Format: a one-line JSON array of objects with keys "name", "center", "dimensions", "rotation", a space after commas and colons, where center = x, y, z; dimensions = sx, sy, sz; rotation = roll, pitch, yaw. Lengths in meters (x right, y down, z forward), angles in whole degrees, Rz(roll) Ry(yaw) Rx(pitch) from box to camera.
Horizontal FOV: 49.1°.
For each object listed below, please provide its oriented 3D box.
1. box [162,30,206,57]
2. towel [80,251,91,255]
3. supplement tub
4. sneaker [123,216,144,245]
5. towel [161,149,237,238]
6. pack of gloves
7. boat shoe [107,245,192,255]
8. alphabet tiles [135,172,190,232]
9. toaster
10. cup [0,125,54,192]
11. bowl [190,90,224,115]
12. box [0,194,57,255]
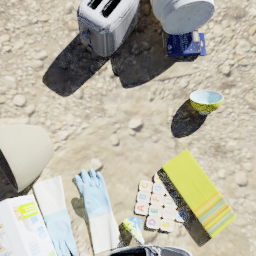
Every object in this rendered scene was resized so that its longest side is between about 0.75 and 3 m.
[{"name": "box", "center": [2.154, -3.211, 10.606], "dimensions": [1.621, 0.263, 0.982], "rotation": [-3, 78, -2]}, {"name": "towel", "center": [-1.269, 4.494, 9.159], "dimensions": [0.873, 0.150, 0.578], "rotation": [26, 79, 5]}, {"name": "supplement tub", "center": [1.738, -5.140, 9.945], "dimensions": [2.168, 2.168, 2.997], "rotation": [-14, 77, -3]}, {"name": "sneaker", "center": [0.305, 3.246, 9.067], "dimensions": [0.567, 0.409, 1.080], "rotation": [-31, 43, -19]}, {"name": "towel", "center": [2.400, 2.177, 9.539], "dimensions": [1.221, 0.256, 2.836], "rotation": [-32, 80, -18]}, {"name": "pack of gloves", "center": [-1.726, 2.866, 9.273], "dimensions": [2.405, 0.565, 2.863], "rotation": [-18, 79, -4]}, {"name": "boat shoe", "center": [0.680, 4.086, 8.653], "dimensions": [2.836, 0.961, 1.017], "rotation": [1, 50, -1]}, {"name": "alphabet tiles", "center": [1.238, 2.493, 9.554], "dimensions": [1.862, 0.139, 1.904], "rotation": [11, 80, 2]}, {"name": "toaster", "center": [-0.596, -4.086, 9.961], "dimensions": [1.626, 1.848, 2.861], "rotation": [37, 81, 6]}, {"name": "cup", "center": [-3.353, 0.736, 9.088], "dimensions": [1.546, 2.162, 2.162], "rotation": [-29, 79, -32]}, {"name": "bowl", "center": [2.742, -0.841, 9.893], "dimensions": [1.147, 1.147, 0.617], "rotation": [-4, 122, -1]}, {"name": "box", "center": [-3.344, 3.725, 8.484], "dimensions": [1.482, 1.645, 2.924], "rotation": [-27, 80, 3]}]
